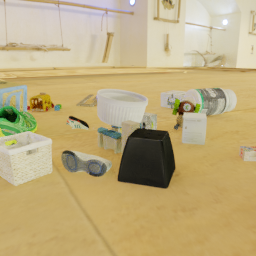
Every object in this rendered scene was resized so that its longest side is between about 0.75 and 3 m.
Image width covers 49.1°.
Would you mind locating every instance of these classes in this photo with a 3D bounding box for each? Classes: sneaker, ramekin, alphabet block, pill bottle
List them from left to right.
[{"bbox_3d":[-5.284,-0.987,11.234,1.737,1.696,1.705,11,15,15],"label":"alphabet block"},{"bbox_3d":[-3.913,-0.241,9.829,1.051,1.186,2.837,-3,16,-4],"label":"sneaker"},{"bbox_3d":[-1.945,-0.110,10.781,0.904,0.423,0.318,27,27,-20],"label":"sneaker"},{"bbox_3d":[-1.093,0.912,7.291,1.463,0.545,0.637,15,9,24],"label":"sneaker"},{"bbox_3d":[-0.240,-0.692,9.651,1.764,0.926,1.764,9,20,-3],"label":"ramekin"},{"bbox_3d":[3.873,-1.243,13.200,2.260,1.278,1.278,-6,17,-24],"label":"pill bottle"}]

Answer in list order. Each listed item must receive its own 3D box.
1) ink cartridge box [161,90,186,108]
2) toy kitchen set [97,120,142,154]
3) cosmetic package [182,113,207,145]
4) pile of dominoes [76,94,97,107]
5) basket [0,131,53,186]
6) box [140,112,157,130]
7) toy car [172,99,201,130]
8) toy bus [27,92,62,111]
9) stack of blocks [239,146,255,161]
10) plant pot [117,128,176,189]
[{"bbox_3d":[2.853,-1.473,14.850,1.369,0.788,1.876,-15,22,-42],"label":"ink cartridge box"},{"bbox_3d":[0.021,0.106,8.857,1.455,1.070,1.817,-14,22,-41],"label":"toy kitchen set"},{"bbox_3d":[2.235,0.005,9.489,0.762,0.910,0.757,4,16,12],"label":"cosmetic package"},{"bbox_3d":[-1.753,-1.484,16.139,1.711,0.350,2.195,5,25,14],"label":"pile of dominoes"},{"bbox_3d":[-2.661,0.708,7.008,1.160,0.933,1.149,15,21,39],"label":"basket"},{"bbox_3d":[0.475,-0.231,10.631,1.276,0.744,0.384,14,21,37],"label":"box"},{"bbox_3d":[2.155,-0.375,10.726,0.993,0.954,1.209,13,56,9],"label":"toy car"},{"bbox_3d":[-4.383,-1.393,14.449,1.583,0.867,1.678,-13,21,-38],"label":"toy bus"},{"bbox_3d":[3.777,0.758,7.981,1.012,0.296,0.583,1,16,3],"label":"stack of blocks"},{"bbox_3d":[0.507,0.655,6.919,1.237,1.098,1.234,6,18,17],"label":"plant pot"}]
